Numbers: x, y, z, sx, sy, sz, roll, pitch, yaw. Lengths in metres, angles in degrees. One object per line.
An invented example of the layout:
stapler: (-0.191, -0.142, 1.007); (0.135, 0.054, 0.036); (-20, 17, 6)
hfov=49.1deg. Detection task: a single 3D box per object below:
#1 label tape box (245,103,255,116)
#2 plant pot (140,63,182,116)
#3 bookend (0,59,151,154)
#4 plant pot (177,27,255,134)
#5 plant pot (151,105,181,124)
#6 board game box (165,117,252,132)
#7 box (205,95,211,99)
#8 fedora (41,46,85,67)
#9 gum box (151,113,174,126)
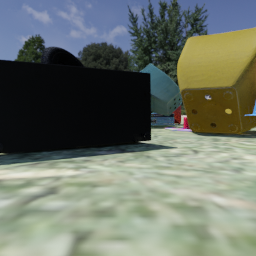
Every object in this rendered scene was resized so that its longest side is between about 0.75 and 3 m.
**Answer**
label tape box: (2.967, -0.453, 5.078); (1.419, 0.449, 1.024); (-3, 3, -37)
plant pot: (1.011, -1.186, 9.528); (1.548, 1.094, 1.094); (39, -18, 31)
bookend: (-1.262, -0.324, 4.723); (2.405, 1.108, 2.390); (-3, 4, -35)
plant pot: (2.350, -0.986, 6.990); (2.101, 2.088, 2.150); (2, 39, 32)
plant pot: (1.386, -1.116, 12.041); (1.595, 1.407, 1.596); (3, -16, 36)
board game box: (2.302, -0.197, 8.243); (2.460, 0.479, 1.944); (-2, 4, -38)
box: (4.480, -1.019, 14.478); (0.396, 1.432, 1.787); (-1, 4, -18)
fedora: (-2.265, -1.421, 9.489); (1.220, 2.672, 2.672); (-30, -10, 24)
gum box: (0.670, -0.349, 11.001); (1.821, 0.478, 2.144); (0, 3, -6)
